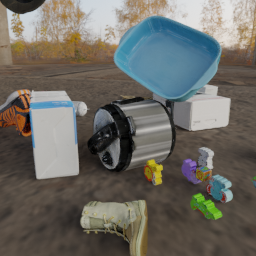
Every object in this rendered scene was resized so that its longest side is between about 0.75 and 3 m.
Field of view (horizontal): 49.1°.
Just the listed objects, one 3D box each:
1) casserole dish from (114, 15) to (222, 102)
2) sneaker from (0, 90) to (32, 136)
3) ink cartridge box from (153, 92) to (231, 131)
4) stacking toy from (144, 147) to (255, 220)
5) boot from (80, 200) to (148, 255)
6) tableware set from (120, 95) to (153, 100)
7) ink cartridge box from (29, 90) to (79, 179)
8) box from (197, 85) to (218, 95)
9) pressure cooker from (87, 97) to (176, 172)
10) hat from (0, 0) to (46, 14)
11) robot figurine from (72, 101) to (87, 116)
[{"bbox_3d":[0.928,-1.703,6.946,2.998,1.816,0.582,41,0,38],"label":"casserole dish"},{"bbox_3d":[-3.759,-0.218,9.441,0.899,1.298,2.317,-18,-10,-42],"label":"sneaker"},{"bbox_3d":[2.380,-0.784,10.911,1.834,1.068,2.537,-8,18,-25],"label":"ink cartridge box"},{"bbox_3d":[1.573,1.088,5.718,1.652,0.515,2.190,-10,21,-26],"label":"stacking toy"},{"bbox_3d":[-0.218,1.488,4.263,1.032,0.481,1.335,1,11,2],"label":"boot"},{"bbox_3d":[0.500,-1.592,14.932,1.768,0.354,1.169,6,17,20],"label":"tableware set"},{"bbox_3d":[-1.988,-0.048,7.364,0.977,1.671,2.881,-5,17,-17],"label":"ink cartridge box"},{"bbox_3d":[3.757,-1.716,14.185,1.070,0.921,1.076,-9,21,-39],"label":"box"},{"bbox_3d":[-0.016,0.177,6.671,1.882,1.655,1.681,-10,32,-28],"label":"pressure cooker"},{"bbox_3d":[-2.382,-3.240,6.752,1.415,1.415,0.571,1,-14,3],"label":"hat"},{"bbox_3d":[-2.208,-0.815,11.840,1.090,0.615,0.924,4,20,14],"label":"robot figurine"}]
